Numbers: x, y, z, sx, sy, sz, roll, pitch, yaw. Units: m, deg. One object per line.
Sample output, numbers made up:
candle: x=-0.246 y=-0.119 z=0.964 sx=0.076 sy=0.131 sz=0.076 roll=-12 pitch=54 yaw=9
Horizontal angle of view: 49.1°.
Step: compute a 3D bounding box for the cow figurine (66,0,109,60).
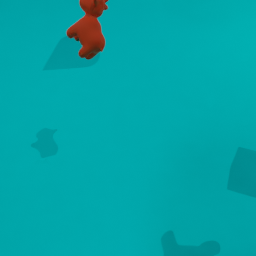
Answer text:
cow figurine: x=-0.588 y=-1.717 z=4.710 sx=0.891 sy=0.497 sz=0.905 roll=-32 pitch=84 yaw=20
